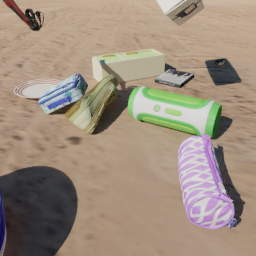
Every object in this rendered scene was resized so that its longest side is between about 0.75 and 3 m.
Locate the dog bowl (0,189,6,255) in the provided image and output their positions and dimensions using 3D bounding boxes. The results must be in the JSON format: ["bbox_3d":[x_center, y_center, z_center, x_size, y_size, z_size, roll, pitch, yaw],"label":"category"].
[{"bbox_3d":[-3.158,1.478,3.950,2.623,1.033,2.623,10,36,-7],"label":"dog bowl"}]

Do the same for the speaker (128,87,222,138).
[{"bbox_3d":[1.261,-0.472,7.790,2.437,1.078,1.078,16,34,25],"label":"speaker"}]

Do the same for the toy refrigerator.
[{"bbox_3d":[0.046,-2.550,11.339,2.773,0.970,1.053,-14,34,-21],"label":"toy refrigerator"}]

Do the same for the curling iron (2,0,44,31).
[{"bbox_3d":[-2.825,-3.154,6.767,2.061,0.511,0.263,44,24,-3],"label":"curling iron"}]

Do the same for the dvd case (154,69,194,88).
[{"bbox_3d":[1.867,-2.007,11.204,1.091,0.180,1.452,18,36,27],"label":"dvd case"}]

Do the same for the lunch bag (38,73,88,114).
[{"bbox_3d":[-2.007,-1.065,8.715,1.470,0.606,1.181,-21,28,21],"label":"lunch bag"}]

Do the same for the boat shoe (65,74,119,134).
[{"bbox_3d":[-0.874,-0.806,8.618,0.897,1.040,2.852,47,30,-9],"label":"boat shoe"}]

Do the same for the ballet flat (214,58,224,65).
[{"bbox_3d":[4.250,-3.018,12.869,0.770,0.281,0.281,-19,35,-39],"label":"ballet flat"}]

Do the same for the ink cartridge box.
[{"bbox_3d":[1.201,-3.906,7.667,0.979,1.680,2.321,-31,1,22],"label":"ink cartridge box"}]

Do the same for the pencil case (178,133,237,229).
[{"bbox_3d":[1.462,0.966,5.504,0.859,0.875,2.047,17,29,-8],"label":"pencil case"}]

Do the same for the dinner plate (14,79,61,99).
[{"bbox_3d":[-3.177,-1.391,10.140,1.778,0.215,1.778,1,31,0],"label":"dinner plate"}]
